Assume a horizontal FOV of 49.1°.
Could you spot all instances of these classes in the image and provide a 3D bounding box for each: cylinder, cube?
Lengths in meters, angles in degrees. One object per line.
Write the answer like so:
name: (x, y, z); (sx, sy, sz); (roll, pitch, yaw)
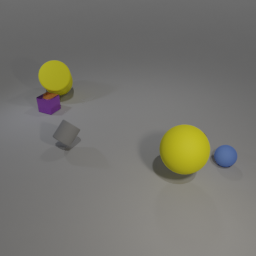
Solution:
cylinder: (-2.122, 0.171, 9.683); (0.700, 0.700, 0.700); (28, 84, 38)
cube: (-3.457, -1.086, 12.240); (0.700, 0.700, 0.700); (14, 34, 22)
cylinder: (-3.339, -2.299, 13.088); (1.400, 1.400, 1.400); (-4, -1, -7)

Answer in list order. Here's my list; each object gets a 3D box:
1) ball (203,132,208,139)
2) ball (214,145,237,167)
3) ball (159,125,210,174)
ball: (2.405, 0.433, 9.715); (0.700, 0.700, 0.700); (0, 31, 0)
ball: (3.113, 0.888, 8.929); (0.700, 0.700, 0.700); (0, 31, 0)
ball: (1.592, 0.602, 7.909); (1.400, 1.400, 1.400); (0, 31, 0)
